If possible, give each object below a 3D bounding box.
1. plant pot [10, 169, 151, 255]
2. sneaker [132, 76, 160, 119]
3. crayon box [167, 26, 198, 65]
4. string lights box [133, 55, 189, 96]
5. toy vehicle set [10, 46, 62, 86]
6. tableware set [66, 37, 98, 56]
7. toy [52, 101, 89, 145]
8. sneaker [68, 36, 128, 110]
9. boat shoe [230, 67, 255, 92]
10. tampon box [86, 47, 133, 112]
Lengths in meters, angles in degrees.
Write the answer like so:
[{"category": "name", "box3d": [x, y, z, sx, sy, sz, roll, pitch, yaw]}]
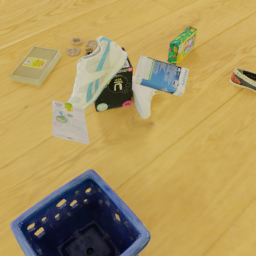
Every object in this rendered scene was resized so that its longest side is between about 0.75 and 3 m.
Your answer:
[{"category": "plant pot", "box3d": [-1.196, 3.185, 7.724, 2.624, 2.359, 2.624, -33, 58, -24]}, {"category": "sneaker", "box3d": [0.941, -1.561, 12.469, 1.497, 0.955, 2.591, -13, 51, -6]}, {"category": "crayon box", "box3d": [2.834, -4.285, 14.537, 0.565, 1.151, 1.939, 31, 57, 22]}, {"category": "string lights box", "box3d": [1.070, -1.668, 9.034, 1.622, 0.478, 0.833, 16, 79, -6]}, {"category": "toy vehicle set", "box3d": [-4.615, -3.194, 14.175, 1.564, 0.334, 2.517, 12, 52, 10]}, {"category": "tableware set", "box3d": [-2.446, -4.452, 15.276, 1.833, 0.213, 1.531, 2, 51, 2]}, {"category": "toy", "box3d": [-1.532, -0.084, 7.165, 0.899, 0.369, 1.562, 15, 34, -25]}, {"category": "sneaker", "box3d": [-1.316, -1.673, 9.350, 2.892, 1.168, 1.106, -52, 23, 6]}, {"category": "boat shoe", "box3d": [6.084, -2.200, 13.110, 2.433, 0.761, 0.866, 19, 52, 13]}, {"category": "tampon box", "box3d": [-0.770, -2.038, 12.021, 1.667, 2.225, 1.404, -11, 52, -9]}]
